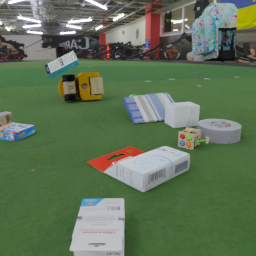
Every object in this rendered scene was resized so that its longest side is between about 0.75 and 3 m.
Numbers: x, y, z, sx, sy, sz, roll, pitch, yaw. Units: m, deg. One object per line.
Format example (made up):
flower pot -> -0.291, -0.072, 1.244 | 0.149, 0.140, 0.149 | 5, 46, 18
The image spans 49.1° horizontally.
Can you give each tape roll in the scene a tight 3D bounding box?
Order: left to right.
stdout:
tape roll -> 3.050, 0.087, 9.418 | 1.405, 0.464, 1.405 | -1, 18, 0

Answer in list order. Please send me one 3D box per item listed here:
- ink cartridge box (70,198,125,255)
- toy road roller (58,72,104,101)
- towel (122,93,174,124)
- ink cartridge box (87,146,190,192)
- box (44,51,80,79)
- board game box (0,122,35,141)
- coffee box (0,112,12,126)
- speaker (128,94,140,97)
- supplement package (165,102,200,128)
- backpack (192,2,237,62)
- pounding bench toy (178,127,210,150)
ink cartridge box -> -0.435, 1.645, 4.429 | 0.759, 0.437, 1.310 | 0, 17, 0
toy road roller -> -2.625, -2.241, 15.429 | 2.352, 1.445, 1.717 | -7, 7, -19
towel -> 1.010, -0.837, 11.776 | 2.238, 0.266, 1.644 | -8, 48, -20
ink cartridge box -> 0.226, 0.778, 7.134 | 1.687, 0.498, 2.108 | -16, 25, -41
box -> -2.609, -2.488, 11.073 | 1.316, 0.324, 0.542 | -26, 62, 2
board game box -> -3.930, 0.116, 9.619 | 1.003, 0.286, 1.024 | 7, 19, 20
coffee box -> -4.829, -0.277, 10.554 | 0.346, 0.496, 0.867 | 9, 21, 25
speaker -> 0.785, -1.148, 13.009 | 1.664, 0.736, 0.736 | 12, 21, 33
supplement package -> 2.071, -0.523, 10.792 | 1.062, 0.806, 0.800 | -6, 18, -18
backpack -> 2.441, -2.699, 7.886 | 1.148, 1.525, 1.354 | 3, 10, -8
pounding bench toy -> 1.999, 0.347, 8.525 | 0.799, 0.496, 0.623 | 12, 21, 34
